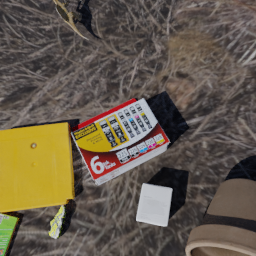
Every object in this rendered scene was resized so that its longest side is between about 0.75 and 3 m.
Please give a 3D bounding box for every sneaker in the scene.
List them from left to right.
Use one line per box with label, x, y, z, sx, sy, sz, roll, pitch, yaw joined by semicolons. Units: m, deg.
sneaker;-2.147;2.826;8.535;0.383;0.378;1.003;12;69;4

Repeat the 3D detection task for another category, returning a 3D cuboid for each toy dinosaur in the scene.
toy dinosaur;-2.274;-4.211;10.607;0.698;1.213;2.398;-31;102;21

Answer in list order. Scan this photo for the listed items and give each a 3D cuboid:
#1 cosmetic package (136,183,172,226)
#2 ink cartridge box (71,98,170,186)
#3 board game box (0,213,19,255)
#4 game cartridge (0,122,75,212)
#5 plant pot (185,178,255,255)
cosmetic package;0.778;2.319;8.438;0.893;0.892;1.083;11;71;4
ink cartridge box;-0.370;0.219;9.104;2.591;1.086;2.274;-27;71;-9
board game box;-3.865;3.340;8.445;0.664;0.208;1.390;13;68;5
game cartridge;-2.992;1.229;9.128;2.354;0.433;2.670;-7;72;-2
plant pot;3.089;2.718;7.690;2.613;2.613;2.279;19;53;7
